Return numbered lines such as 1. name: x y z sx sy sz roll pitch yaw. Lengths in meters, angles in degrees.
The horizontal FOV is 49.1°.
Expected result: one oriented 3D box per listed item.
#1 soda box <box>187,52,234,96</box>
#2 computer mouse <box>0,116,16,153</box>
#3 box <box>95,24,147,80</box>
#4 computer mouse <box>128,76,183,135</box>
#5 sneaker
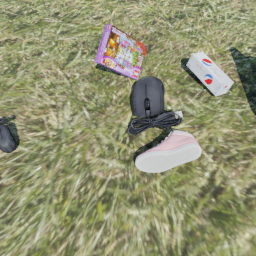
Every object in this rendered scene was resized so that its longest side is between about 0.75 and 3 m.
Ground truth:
1. soda box: 2.883 -1.946 9.962 0.587 0.548 1.723 -18 60 -30
2. computer mouse: -3.692 0.236 8.164 0.772 0.294 1.115 -34 78 -9
3. box: -0.185 -2.581 9.754 0.370 1.295 1.892 20 5 43
4. computer mouse: 0.730 -0.978 9.175 1.737 0.661 2.508 -13 46 10
5. sneaker: 1.081 0.628 7.878 1.813 0.682 0.947 -17 31 10
